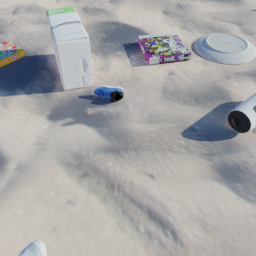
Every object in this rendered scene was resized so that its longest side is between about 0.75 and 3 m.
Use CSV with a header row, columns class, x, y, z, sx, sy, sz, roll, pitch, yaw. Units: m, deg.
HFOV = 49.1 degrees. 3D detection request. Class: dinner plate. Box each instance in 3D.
class,x,y,z,sx,sy,sz,roll,pitch,yaw
dinner plate,3.580,-3.011,10.224,2.252,0.273,2.252,1,45,-1

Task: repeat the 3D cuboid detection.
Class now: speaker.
class,x,y,z,sx,sy,sz,roll,pitch,yaw
speaker,3.356,-0.519,7.360,1.669,0.678,0.678,-31,52,-28

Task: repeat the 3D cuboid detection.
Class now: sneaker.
class,x,y,z,sx,sy,sz,roll,pitch,yaw
sneaker,-0.551,-0.973,8.053,0.883,0.339,0.491,1,35,-8
sneaker,-1.679,2.275,4.212,0.451,0.600,1.204,32,80,15

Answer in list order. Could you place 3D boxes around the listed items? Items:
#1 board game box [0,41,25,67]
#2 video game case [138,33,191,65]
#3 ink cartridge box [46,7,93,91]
class,x,y,z,sx,sy,sz,roll,pitch,yaw
board game box,-4.743,-2.275,9.442,1.079,0.339,2.259,31,55,29
video game case,1.262,-2.876,10.036,1.512,0.299,1.668,-8,45,-8
ink cartridge box,-1.812,-2.494,8.681,0.943,1.633,2.245,-13,46,-13
